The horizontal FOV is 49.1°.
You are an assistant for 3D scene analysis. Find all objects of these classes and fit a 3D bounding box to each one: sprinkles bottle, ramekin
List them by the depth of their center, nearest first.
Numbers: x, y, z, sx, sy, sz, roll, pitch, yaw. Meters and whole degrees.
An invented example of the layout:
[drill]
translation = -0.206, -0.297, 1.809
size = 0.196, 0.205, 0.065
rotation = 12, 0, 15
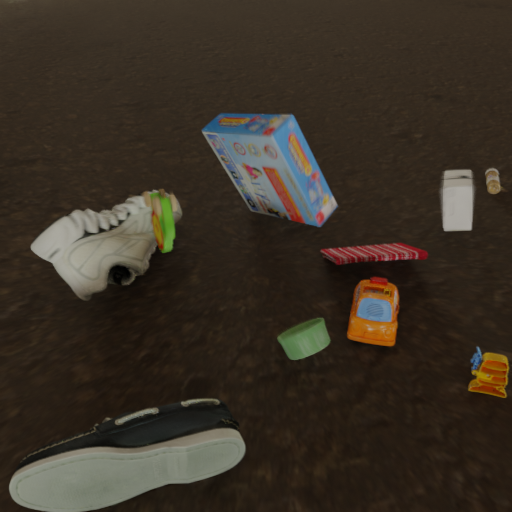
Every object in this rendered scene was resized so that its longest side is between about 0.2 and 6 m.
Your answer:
[ramekin]
translation = 0.720, 1.231, 8.249
size = 0.743, 0.363, 0.743
rotation = -24, 0, 0
[sprinkles bottle]
translation = 5.596, -1.768, 13.240
size = 0.288, 0.288, 0.845
rotation = 9, 35, 13

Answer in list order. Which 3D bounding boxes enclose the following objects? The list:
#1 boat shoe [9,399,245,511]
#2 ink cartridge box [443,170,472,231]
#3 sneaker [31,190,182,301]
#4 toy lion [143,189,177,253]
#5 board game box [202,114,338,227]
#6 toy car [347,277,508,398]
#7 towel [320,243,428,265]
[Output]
[boat shoe]
translation = -1.473, 2.285, 6.605
size = 2.624, 0.992, 0.791
rotation = 0, 33, -22
[ink cartridge box]
translation = 3.925, -1.093, 10.904
size = 0.521, 0.894, 1.237
rotation = 0, 22, 21
[sneaker]
translation = -2.398, -0.231, 10.245
size = 1.417, 1.314, 3.496
rotation = 54, 31, 1
[toy lion]
translation = -1.596, -0.549, 9.532
size = 0.382, 1.068, 1.114
rotation = -14, 18, -20
[board game box]
translation = 0.256, -1.710, 10.971
size = 2.153, 2.199, 0.615
rotation = 18, 59, 48
[toy car]
translation = 2.609, 0.990, 8.540
size = 2.691, 0.895, 1.320
rotation = 18, 38, 27
[towel]
translation = 2.137, -0.022, 10.296
size = 1.689, 0.190, 1.221
rotation = -4, 8, -7
